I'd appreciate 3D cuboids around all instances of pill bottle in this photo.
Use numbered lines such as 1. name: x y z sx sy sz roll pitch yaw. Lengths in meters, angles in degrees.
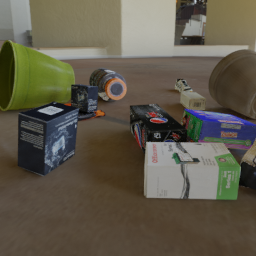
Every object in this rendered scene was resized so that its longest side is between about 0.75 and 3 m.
1. pill bottle: -0.972 -2.148 14.043 1.452 1.452 2.733 -6 19 -18

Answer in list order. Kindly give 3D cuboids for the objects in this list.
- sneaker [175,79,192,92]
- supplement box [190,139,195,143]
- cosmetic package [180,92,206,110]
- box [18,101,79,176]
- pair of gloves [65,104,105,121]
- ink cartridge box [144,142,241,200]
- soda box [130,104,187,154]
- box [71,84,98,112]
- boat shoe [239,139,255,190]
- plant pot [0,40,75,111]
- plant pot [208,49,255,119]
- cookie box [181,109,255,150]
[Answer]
1. sneaker: 3.183 -2.471 16.243 0.615 0.712 1.625 -5 20 -20
2. supplement box: 2.108 0.517 7.841 0.258 0.250 0.751 -3 16 -42
3. cosmetic package: 2.936 -1.236 12.751 0.764 0.540 1.476 -1 17 -3
4. box: -1.928 0.205 6.877 0.811 1.381 1.358 16 22 17
5. pair of gloves: -2.133 -0.674 11.524 1.861 0.258 2.089 -9 23 -30
6. ink cartridge box: 1.254 0.865 5.993 1.811 0.764 1.323 1 18 2
7. soda box: 0.760 0.048 8.241 1.008 0.902 2.848 -4 18 -9
8. box: -1.751 -1.208 11.190 0.988 1.005 0.590 12 15 36
9. boat shoe: 3.395 0.756 6.334 1.212 0.976 2.614 21 32 29
10. plant pot: -4.047 -2.162 12.534 2.826 2.935 2.935 0 14 -39
11. plant pot: 4.879 -1.539 11.253 2.566 2.566 2.227 -4 36 -11
12. cookie box: 2.575 -0.001 8.187 1.629 0.716 1.905 6 12 -5
